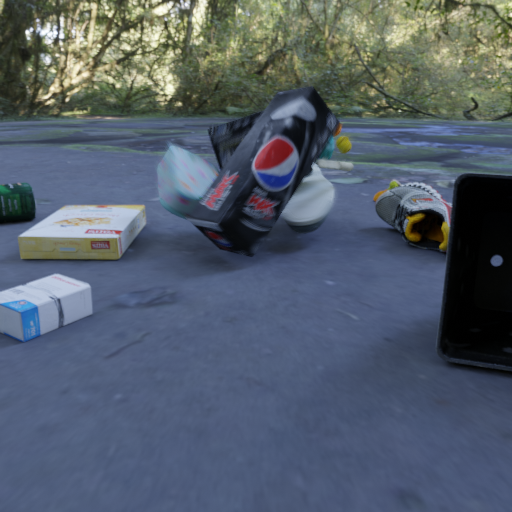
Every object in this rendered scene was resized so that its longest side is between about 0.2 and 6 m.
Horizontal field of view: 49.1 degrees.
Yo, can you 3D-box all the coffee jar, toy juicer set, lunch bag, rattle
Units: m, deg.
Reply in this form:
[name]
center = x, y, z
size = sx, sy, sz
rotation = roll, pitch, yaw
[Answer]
[coffee jar]
center = -5.994, -1.135, 12.451
size = 1.958, 0.835, 1.021
rotation = -11, 20, -30
[toy juicer set]
center = 1.446, -2.224, 11.497
size = 1.181, 0.505, 1.857
rotation = 19, 49, -32
[lunch bag]
center = -1.205, -1.296, 10.847
size = 1.334, 0.641, 1.663
rotation = 22, 35, -32
[rattle]
center = 3.744, -1.561, 14.964
size = 0.690, 0.757, 1.060
rotation = 47, 23, 25

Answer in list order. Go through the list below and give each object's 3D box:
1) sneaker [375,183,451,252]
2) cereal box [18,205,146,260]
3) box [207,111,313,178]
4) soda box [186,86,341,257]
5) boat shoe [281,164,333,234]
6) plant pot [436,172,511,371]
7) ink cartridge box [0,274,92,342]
[sneaker]
center = 3.201, -0.777, 10.952
size = 1.122, 1.063, 2.731
rotation = -9, 19, -24
[cereal box]
center = -3.294, -0.515, 11.020
size = 1.797, 0.494, 2.498
rotation = 0, 17, 0
[box]
center = 0.096, -2.114, 11.513
size = 1.804, 1.477, 0.777
rotation = -19, -2, 2
[soda box]
center = 0.174, -1.539, 10.037
size = 1.102, 0.986, 3.114
rotation = 12, 65, 53
[boat shoe]
center = 1.075, -1.081, 11.859
size = 1.135, 0.963, 3.118
rotation = -10, 26, 6
[plant pot]
center = 3.361, 0.189, 6.625
size = 2.082, 2.087, 1.851
rotation = 6, 5, 21
[ink cartridge box]
center = -2.832, 0.655, 7.360
size = 0.786, 0.461, 1.073
rotation = 13, 20, 33
